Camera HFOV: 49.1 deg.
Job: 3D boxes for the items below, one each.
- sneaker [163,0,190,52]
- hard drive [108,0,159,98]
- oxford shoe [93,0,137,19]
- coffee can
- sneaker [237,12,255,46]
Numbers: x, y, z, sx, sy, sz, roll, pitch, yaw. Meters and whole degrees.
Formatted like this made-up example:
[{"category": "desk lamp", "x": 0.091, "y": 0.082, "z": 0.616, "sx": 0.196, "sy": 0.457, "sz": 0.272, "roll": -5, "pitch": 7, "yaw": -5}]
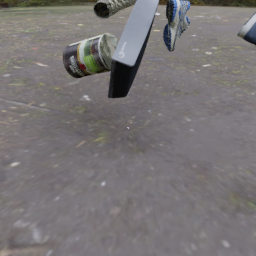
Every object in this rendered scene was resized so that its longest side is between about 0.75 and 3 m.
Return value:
[{"category": "sneaker", "x": 1.997, "y": -3.984, "z": 11.084, "sx": 0.936, "sy": 2.197, "sz": 0.847, "roll": -12, "pitch": 54, "yaw": -11}, {"category": "hard drive", "x": 0.166, "y": -2.144, "z": 7.078, "sx": 0.558, "sy": 1.777, "sz": 2.635, "roll": 19, "pitch": 63, "yaw": 1}, {"category": "oxford shoe", "x": -0.349, "y": -4.498, "z": 9.833, "sx": 2.255, "sy": 0.848, "sz": 0.651, "roll": -18, "pitch": 27, "yaw": 32}, {"category": "coffee can", "x": -1.033, "y": -2.081, "z": 8.175, "sx": 1.424, "sy": 1.042, "sz": 1.042, "roll": -4, "pitch": 23, "yaw": 34}, {"category": "sneaker", "x": 3.182, "y": -2.228, "z": 5.796, "sx": 1.068, "sy": 1.478, "sz": 0.562, "roll": 41, "pitch": 11, "yaw": 13}]
